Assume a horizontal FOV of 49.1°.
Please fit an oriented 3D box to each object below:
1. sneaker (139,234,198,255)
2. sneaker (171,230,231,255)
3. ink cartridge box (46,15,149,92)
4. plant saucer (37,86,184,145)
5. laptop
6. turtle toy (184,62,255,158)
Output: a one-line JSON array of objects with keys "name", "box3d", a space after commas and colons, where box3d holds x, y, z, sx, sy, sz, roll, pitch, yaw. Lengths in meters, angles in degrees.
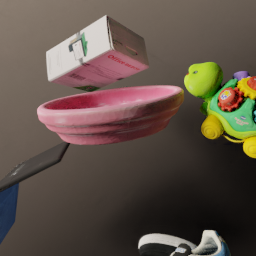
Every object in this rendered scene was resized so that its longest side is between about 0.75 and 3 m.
[{"name": "sneaker", "box3d": [1.034, 2.612, 4.349, 2.123, 0.776, 1.188, 31, 40, -8]}, {"name": "sneaker", "box3d": [0.625, 2.042, 3.765, 1.957, 0.703, 0.709, -19, 80, -32]}, {"name": "ink cartridge box", "box3d": [-0.709, -1.610, 6.575, 1.973, 1.441, 0.832, -17, 75, 34]}, {"name": "plant saucer", "box3d": [-0.299, -0.306, 5.587, 2.830, 2.830, 0.717, -9, 104, -3]}, {"name": "laptop", "box3d": [-1.926, 1.361, 5.654, 2.116, 1.981, 1.226, -27, 100, -2]}, {"name": "turtle toy", "box3d": [1.935, -0.482, 4.998, 2.030, 1.026, 1.480, 26, 46, 20]}]
